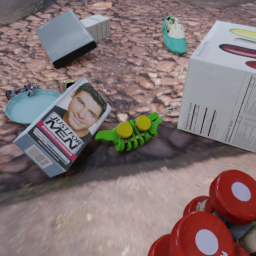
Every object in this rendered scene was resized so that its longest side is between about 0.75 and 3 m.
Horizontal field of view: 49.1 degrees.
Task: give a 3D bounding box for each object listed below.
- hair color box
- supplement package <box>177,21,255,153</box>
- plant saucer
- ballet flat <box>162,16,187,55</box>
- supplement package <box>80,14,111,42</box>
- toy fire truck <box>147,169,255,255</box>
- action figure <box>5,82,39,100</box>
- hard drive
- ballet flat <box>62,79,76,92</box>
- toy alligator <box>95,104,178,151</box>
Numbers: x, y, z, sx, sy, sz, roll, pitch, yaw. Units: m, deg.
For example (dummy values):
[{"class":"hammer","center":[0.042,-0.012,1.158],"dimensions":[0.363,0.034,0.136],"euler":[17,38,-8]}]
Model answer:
[{"class":"hair color box","center":[-1.293,-0.091,6.064],"dimensions":[0.641,1.047,2.115],"euler":[-25,23,41]},{"class":"supplement package","center":[2.960,-1.032,6.729],"dimensions":[2.683,1.973,2.565],"euler":[18,43,18]},{"class":"plant saucer","center":[-2.458,-0.547,7.546],"dimensions":[1.574,0.216,1.574],"euler":[0,40,0]},{"class":"ballet flat","center":[1.768,-3.725,10.852],"dimensions":[0.826,0.863,2.453],"euler":[1,40,-6]},{"class":"supplement package","center":[-1.404,-3.935,11.194],"dimensions":[0.764,0.766,1.306],"euler":[27,47,29]},{"class":"toy fire truck","center":[1.559,1.868,3.953],"dimensions":[1.971,1.316,2.347],"euler":[43,54,16]},{"class":"action figure","center":[-3.009,-1.079,8.050],"dimensions":[0.965,0.335,0.628],"euler":[-23,24,-27]},{"class":"hard drive","center":[-2.283,-3.234,10.032],"dimensions":[1.615,0.381,2.314],"euler":[-30,54,-4]},{"class":"ballet flat","center":[-1.476,-1.035,8.001],"dimensions":[0.546,0.375,1.619],"euler":[-18,43,-21]},{"class":"toy alligator","center":[0.367,0.057,6.551],"dimensions":[2.314,0.686,0.628],"euler":[-20,85,-24]}]
